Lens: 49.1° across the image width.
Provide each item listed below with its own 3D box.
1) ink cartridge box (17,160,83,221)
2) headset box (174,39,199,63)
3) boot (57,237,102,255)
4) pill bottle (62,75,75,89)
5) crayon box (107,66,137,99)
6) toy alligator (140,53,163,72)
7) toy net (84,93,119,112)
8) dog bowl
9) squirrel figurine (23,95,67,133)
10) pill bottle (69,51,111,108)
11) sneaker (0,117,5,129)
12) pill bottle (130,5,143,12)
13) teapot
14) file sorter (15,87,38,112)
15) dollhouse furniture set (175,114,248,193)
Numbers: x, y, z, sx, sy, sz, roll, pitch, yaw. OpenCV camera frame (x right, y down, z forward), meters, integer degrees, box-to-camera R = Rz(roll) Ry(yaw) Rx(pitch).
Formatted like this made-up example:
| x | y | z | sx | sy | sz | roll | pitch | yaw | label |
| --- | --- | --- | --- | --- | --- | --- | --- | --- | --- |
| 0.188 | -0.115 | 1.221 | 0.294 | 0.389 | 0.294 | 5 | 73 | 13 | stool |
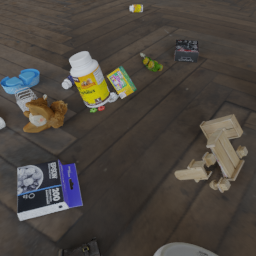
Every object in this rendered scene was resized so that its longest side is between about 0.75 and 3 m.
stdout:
| x | y | z | sx | sy | sz | roll | pitch | yaw | label |
| --- | --- | --- | --- | --- | --- | --- | --- | --- | --- |
| -2.480 | 1.814 | 8.783 | 1.859 | 0.403 | 1.841 | -10 | 41 | -13 | ink cartridge box |
| 3.286 | -4.307 | 15.746 | 1.286 | 0.667 | 1.728 | 5 | 42 | 6 | headset box |
| -1.158 | 3.366 | 6.923 | 1.111 | 0.442 | 1.276 | -9 | 39 | -10 | boot |
| -2.819 | -2.223 | 13.476 | 0.446 | 0.446 | 0.771 | 15 | 43 | 17 | pill bottle |
| -0.271 | -1.997 | 12.320 | 0.736 | 1.239 | 0.361 | -27 | 11 | 34 | crayon box |
| 1.147 | -3.403 | 14.845 | 0.728 | 0.528 | 2.197 | 10 | 24 | -30 | toy alligator |
| -1.073 | -1.233 | 12.405 | 1.692 | 0.327 | 0.888 | -23 | 45 | -25 | toy net |
| -5.123 | -2.235 | 13.473 | 1.057 | 0.470 | 1.897 | 30 | 48 | 30 | dog bowl |
| -3.324 | -0.654 | 11.334 | 1.681 | 1.190 | 1.569 | 5 | 28 | -16 | squirrel figurine |
| -1.365 | -1.706 | 9.892 | 1.010 | 1.849 | 1.010 | -15 | 36 | 11 | pill bottle |
| -5.908 | -0.249 | 10.974 | 1.876 | 0.691 | 1.084 | 21 | 42 | 21 | sneaker |
| 0.635 | -9.225 | 21.608 | 0.991 | 0.542 | 0.542 | -2 | 40 | -1 | pill bottle |
| 1.250 | 3.644 | 5.727 | 2.304 | 1.705 | 2.335 | 11 | 12 | -34 | teapot |
| -4.374 | -1.229 | 12.157 | 0.722 | 0.648 | 1.041 | -25 | 46 | -27 | file sorter |
| 2.792 | 0.983 | 9.322 | 1.258 | 1.473 | 2.843 | -18 | 20 | 48 | dollhouse furniture set |
